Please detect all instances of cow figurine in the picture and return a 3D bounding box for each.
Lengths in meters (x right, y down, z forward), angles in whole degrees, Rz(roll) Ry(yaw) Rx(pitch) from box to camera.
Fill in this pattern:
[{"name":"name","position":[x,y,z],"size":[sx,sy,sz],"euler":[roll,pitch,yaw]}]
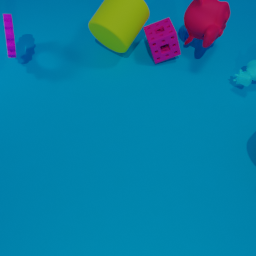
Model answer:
[{"name":"cow figurine","position":[3.343,-1.529,7.670],"size":[0.892,0.498,0.906],"euler":[4,51,10]}]

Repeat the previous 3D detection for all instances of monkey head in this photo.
[{"name":"monkey head","position":[2.041,-2.884,7.695],"size":[1.183,1.962,1.412],"euler":[25,58,15]}]

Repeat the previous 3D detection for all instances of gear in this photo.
[{"name":"gear","position":[-3.257,-2.524,7.711],"size":[0.208,1.124,1.124],"euler":[-7,60,-22]}]

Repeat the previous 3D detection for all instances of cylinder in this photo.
[{"name":"cylinder","position":[-0.248,-3.021,7.890],"size":[1.280,1.280,1.280],"euler":[30,82,16]}]

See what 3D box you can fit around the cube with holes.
[{"name":"cube with holes","position":[0.994,-2.540,8.152],"size":[0.785,0.785,0.785],"euler":[-18,51,8]}]
